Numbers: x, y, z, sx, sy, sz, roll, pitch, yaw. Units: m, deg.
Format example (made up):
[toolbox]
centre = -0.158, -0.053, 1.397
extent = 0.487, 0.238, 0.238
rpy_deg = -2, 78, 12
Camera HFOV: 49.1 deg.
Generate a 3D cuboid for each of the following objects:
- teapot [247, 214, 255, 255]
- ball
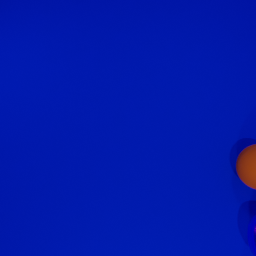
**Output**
[teapot]
centre = 3.494, 2.580, 6.695
extent = 1.198, 0.943, 1.927
rpy_deg = 57, 45, -20
[ball]
centre = 3.433, 1.004, 7.255
extent = 1.185, 1.185, 1.185
rpy_deg = 0, 70, 0
